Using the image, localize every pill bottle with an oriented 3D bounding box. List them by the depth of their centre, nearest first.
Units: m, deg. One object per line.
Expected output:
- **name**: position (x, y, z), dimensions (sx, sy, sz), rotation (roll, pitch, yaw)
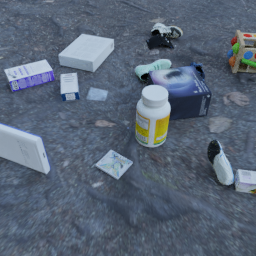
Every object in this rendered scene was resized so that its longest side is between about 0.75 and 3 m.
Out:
- **pill bottle**: position (0.881, -0.416, 10.034), dimensions (1.189, 2.108, 1.189), rotation (0, 43, 0)

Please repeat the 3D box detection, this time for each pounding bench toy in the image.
- **pounding bench toy**: position (6.064, -3.435, 13.638), dimensions (2.030, 1.616, 2.602), rotation (5, 43, 6)

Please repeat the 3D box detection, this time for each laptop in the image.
- **laptop**: position (1.859, -4.880, 16.322), dimensions (1.303, 0.673, 1.155), rotation (14, 39, -23)

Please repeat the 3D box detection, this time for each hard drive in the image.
- **hard drive**: position (-3.818, 0.577, 9.347), dimensions (2.436, 1.607, 0.309), rotation (16, 46, 17)

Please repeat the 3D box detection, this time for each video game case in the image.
- **video game case**: position (-0.480, 1.250, 9.713), dimensions (0.969, 0.107, 0.883), rotation (27, 49, 24)

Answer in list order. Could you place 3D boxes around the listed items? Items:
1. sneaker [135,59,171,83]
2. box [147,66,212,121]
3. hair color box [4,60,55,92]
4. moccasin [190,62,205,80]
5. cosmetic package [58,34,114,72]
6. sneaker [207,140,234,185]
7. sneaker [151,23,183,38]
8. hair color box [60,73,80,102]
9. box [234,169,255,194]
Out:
- **sneaker**: position (1.324, -2.720, 13.551), dimensions (1.819, 0.669, 1.073), rotation (-15, 39, -2)
- **box**: position (2.059, -1.474, 11.782), dimensions (2.107, 1.309, 2.124), rotation (-9, 43, -7)
- **hair color box**: position (-4.694, -2.523, 13.377), dimensions (2.031, 0.658, 1.110), rotation (-19, 47, -22)
- **moccasin**: position (3.517, -2.913, 13.893), dimensions (0.592, 0.502, 1.472), rotation (-10, 44, -10)
- **cosmetic package**: position (-2.162, -4.084, 15.014), dimensions (1.983, 0.680, 2.630), rotation (16, 46, 14)
- **sneaker**: position (3.056, 1.130, 9.243), dimensions (0.556, 0.551, 1.534), rotation (10, 59, -46)
- **sneaker**: position (2.290, -5.666, 16.817), dimensions (1.956, 0.740, 0.858), rotation (21, 60, 29)
- **hair color box**: position (-2.660, -1.882, 12.805), dimensions (0.792, 0.479, 1.583), rotation (-7, 44, -8)
- **box**: position (4.785, 1.833, 8.797), dimensions (2.708, 0.524, 0.561), rotation (6, 44, 7)
